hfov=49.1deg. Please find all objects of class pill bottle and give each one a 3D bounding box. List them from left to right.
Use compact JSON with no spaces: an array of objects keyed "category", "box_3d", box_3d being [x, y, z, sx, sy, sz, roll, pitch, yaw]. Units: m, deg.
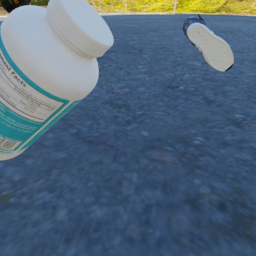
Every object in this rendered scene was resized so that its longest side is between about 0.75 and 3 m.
[{"category":"pill bottle","box_3d":[-1.479,-0.736,4.247,2.696,1.493,1.493,-36,14,26]}]

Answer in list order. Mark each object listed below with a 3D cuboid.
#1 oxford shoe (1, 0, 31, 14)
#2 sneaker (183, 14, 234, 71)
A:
[{"category":"oxford shoe","box_3d":[-3.578,-4.485,9.458,2.640,0.959,1.114,-4,55,60]},{"category":"sneaker","box_3d":[2.134,-2.342,7.575,1.643,0.662,1.203,37,27,-20]}]
